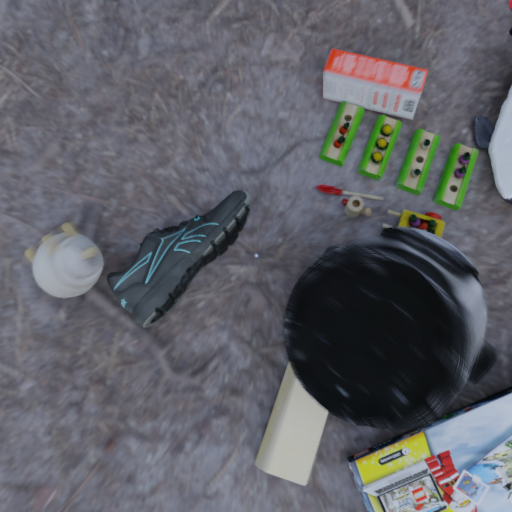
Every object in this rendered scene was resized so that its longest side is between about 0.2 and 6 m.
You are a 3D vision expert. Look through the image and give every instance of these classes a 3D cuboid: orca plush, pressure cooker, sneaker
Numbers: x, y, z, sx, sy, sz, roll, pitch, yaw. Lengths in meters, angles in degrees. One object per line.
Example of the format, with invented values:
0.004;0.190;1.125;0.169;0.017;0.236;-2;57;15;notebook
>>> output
4.581;-2.335;9.234;1.721;1.163;3.271;-18;65;41;orca plush
1.784;0.803;7.421;2.331;2.610;2.295;-16;89;28;pressure cooker
-1.135;-0.161;8.488;1.031;0.981;2.601;41;79;12;sneaker

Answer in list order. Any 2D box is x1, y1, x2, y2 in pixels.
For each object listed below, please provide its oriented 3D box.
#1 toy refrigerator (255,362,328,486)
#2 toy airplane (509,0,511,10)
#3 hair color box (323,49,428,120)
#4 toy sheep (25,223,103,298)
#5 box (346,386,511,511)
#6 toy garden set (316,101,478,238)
0.592;2.295;8.009;0.634;0.584;1.670;22;76;-11;toy refrigerator
5.578;-4.411;9.897;2.008;0.369;2.008;0;76;2;toy airplane
1.908;-2.797;9.163;1.570;0.797;0.481;18;75;10;hair color box
-2.759;0.107;8.208;1.040;1.509;1.040;12;70;-35;toy sheep
3.416;3.238;7.508;3.680;0.693;2.513;-23;76;1;box
2.182;-1.289;9.022;2.426;0.484;2.022;21;76;5;toy garden set
